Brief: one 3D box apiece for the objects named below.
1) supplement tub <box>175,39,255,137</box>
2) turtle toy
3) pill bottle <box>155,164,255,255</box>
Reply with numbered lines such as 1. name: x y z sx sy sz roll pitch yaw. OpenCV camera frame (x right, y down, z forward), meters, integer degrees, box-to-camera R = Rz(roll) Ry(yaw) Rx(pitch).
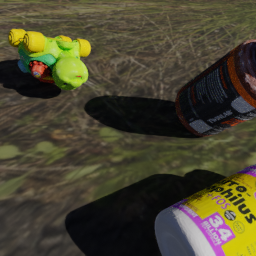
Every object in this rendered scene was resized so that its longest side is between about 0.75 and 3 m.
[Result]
1. supplement tub: 2.510 -0.924 6.441 1.583 2.960 1.583 10 67 -24
2. turtle toy: -2.298 -2.107 8.705 2.160 1.498 2.963 -6 23 -42
3. pill bottle: 2.081 1.586 4.889 2.997 1.562 1.562 -20 46 -21
